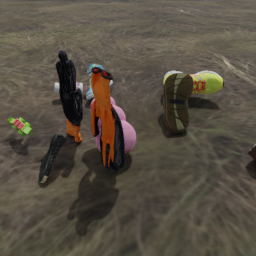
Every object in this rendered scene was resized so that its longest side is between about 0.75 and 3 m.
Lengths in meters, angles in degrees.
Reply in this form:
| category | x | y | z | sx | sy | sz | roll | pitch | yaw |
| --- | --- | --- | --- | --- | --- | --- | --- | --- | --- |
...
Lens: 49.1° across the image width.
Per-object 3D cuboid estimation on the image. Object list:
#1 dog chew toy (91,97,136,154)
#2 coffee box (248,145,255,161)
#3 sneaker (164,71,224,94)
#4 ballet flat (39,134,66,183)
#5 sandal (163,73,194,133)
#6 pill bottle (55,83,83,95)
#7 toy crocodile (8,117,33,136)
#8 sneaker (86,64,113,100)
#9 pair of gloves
| category | x | y | z | sx | sy | sz | roll | pitch | yaw |
| --- | --- | --- | --- | --- | --- | --- | --- | --- | --- |
| dog chew toy | -0.461 | -0.109 | 7.261 | 1.045 | 1.045 | 1.678 | -17 | 79 | -25 |
| coffee box | 3.723 | 0.446 | 7.070 | 1.298 | 0.517 | 0.742 | -31 | 67 | -34 |
| sneaker | 2.260 | -1.511 | 9.942 | 2.169 | 0.847 | 0.979 | 4 | 28 | 21 |
| ballet flat | -1.794 | 0.724 | 6.690 | 0.415 | 0.355 | 1.249 | -8 | 57 | 48 |
| sandal | 1.571 | -0.805 | 8.935 | 0.976 | 0.652 | 2.388 | 7 | 59 | -2 |
| pill bottle | -2.159 | -1.394 | 10.176 | 0.980 | 0.550 | 0.550 | 4 | 31 | -13 |
| toy crocodile | -2.970 | -0.060 | 7.752 | 1.073 | 0.331 | 0.362 | 26 | 73 | 42 |
| sneaker | -1.267 | -1.735 | 10.261 | 0.649 | 1.066 | 1.632 | -22 | 19 | 30 |
| pair of gloves | -0.959 | -0.408 | 6.770 | 0.361 | 2.602 | 2.921 | -22 | 37 | -29 |
